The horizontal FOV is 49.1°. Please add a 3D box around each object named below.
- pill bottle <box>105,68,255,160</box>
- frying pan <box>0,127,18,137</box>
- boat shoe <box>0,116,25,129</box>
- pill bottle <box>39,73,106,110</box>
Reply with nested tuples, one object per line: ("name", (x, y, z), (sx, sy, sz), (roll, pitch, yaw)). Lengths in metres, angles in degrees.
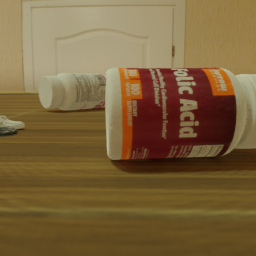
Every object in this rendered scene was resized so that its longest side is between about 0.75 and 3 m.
("pill bottle", (0.885, -0.232, 4.339), (2.435, 1.390, 1.390), (-2, 9, -6))
("frying pan", (-2.956, 0.062, 6.593), (0.616, 0.166, 1.019), (-5, 14, -33))
("boat shoe", (-3.216, -0.138, 7.046), (1.152, 0.377, 0.424), (-2, 9, -14))
("pill bottle", (-2.330, -1.615, 12.410), (2.846, 1.613, 1.613), (-8, 12, -40))
